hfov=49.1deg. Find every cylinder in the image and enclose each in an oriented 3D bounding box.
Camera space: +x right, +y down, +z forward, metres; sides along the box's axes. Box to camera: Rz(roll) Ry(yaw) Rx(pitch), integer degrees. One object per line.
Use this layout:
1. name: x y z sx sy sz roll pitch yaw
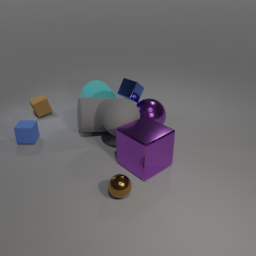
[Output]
1. cylinder: -1.297 -0.541 11.390 1.400 1.400 1.400 -1 29 -16
2. cylinder: -1.321 -1.320 12.874 1.400 1.400 1.400 -10 29 -17

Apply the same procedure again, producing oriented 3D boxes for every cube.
1. cube: -4.022 -1.029 12.899 0.700 0.700 0.700 -31 35 -19
2. cube: -3.951 0.149 10.960 0.700 0.700 0.700 0 27 -1
3. cube: 0.574 0.643 9.439 1.400 1.400 1.400 -24 37 -36
4. cube: 0.116 -1.534 11.465 0.700 0.700 0.700 24 0 31

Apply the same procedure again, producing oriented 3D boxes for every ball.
1. ball: -0.241 1.710 8.265 0.700 0.700 0.700 0 29 0
2. ball: 0.871 -0.519 11.540 1.400 1.400 1.400 0 29 0
3. ball: -0.256 -0.389 10.229 1.400 1.400 1.400 0 29 0
